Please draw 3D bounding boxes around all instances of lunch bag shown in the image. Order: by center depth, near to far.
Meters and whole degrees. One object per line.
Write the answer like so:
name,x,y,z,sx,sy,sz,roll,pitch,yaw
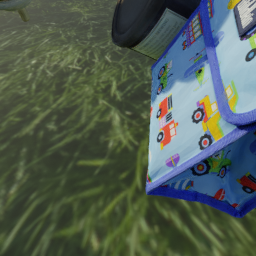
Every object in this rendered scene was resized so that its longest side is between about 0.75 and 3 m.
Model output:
lunch bag,1.312,-0.684,2.732,1.311,2.787,2.098,16,51,-13

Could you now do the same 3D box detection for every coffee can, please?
coffee can,1.409,-1.905,4.906,2.832,2.072,2.072,17,29,-23

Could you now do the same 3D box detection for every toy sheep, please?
toy sheep,-2.666,-3.421,6.035,1.711,2.481,1.711,-6,50,8
